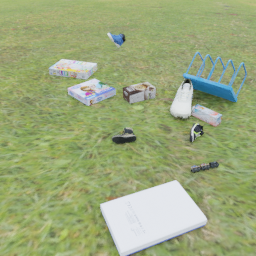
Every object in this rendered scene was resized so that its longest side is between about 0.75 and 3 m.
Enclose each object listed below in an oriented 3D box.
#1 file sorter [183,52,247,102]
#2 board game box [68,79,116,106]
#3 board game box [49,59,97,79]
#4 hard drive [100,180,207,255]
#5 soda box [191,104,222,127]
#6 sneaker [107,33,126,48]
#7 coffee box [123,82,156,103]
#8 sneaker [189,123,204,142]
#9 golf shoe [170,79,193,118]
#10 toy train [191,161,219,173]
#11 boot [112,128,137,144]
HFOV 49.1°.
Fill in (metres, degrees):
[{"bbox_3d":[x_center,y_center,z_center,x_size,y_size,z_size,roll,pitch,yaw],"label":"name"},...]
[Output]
[{"bbox_3d":[4.261,-2.526,13.596,2.421,1.486,1.680,25,-2,33],"label":"file sorter"},{"bbox_3d":[-1.841,-1.855,14.219,1.757,0.361,1.753,-28,43,-35],"label":"board game box"},{"bbox_3d":[-3.240,-3.518,16.674,2.373,0.406,1.595,10,35,14],"label":"board game box"},{"bbox_3d":[0.669,2.417,7.830,2.490,0.316,1.643,-13,36,-19],"label":"hard drive"},{"bbox_3d":[3.416,-0.563,12.198,0.414,0.445,1.303,-27,42,-34],"label":"soda box"},{"bbox_3d":[-0.495,-4.320,13.287,0.635,1.141,0.438,-37,64,13],"label":"sneaker"},{"bbox_3d":[0.542,-1.761,13.887,1.443,0.576,0.816,-16,37,-22],"label":"coffee box"},{"bbox_3d":[2.766,0.155,11.139,0.496,0.429,1.197,12,36,18],"label":"sneaker"},{"bbox_3d":[2.499,-1.406,12.801,0.978,1.215,2.499,8,35,10],"label":"golf shoe"},{"bbox_3d":[2.612,1.322,9.606,1.092,0.186,0.250,-10,31,-15],"label":"toy train"},{"bbox_3d":[-0.186,0.286,11.053,0.958,0.346,0.723,-4,30,-7],"label":"boot"}]
